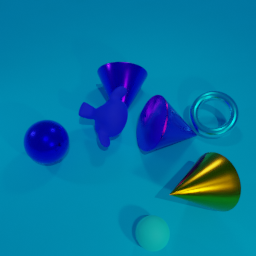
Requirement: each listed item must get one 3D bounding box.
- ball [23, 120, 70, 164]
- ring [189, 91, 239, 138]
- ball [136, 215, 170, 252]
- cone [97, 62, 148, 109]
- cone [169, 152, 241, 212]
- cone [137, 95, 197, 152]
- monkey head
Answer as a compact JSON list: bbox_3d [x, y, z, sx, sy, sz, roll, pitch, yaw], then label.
[{"bbox_3d":[-2.100,0.356,7.256,1.145,1.145,1.145,0,49,0],"label":"ball"},{"bbox_3d":[2.456,-0.405,8.035,1.380,0.276,1.380,-3,78,13],"label":"ring"},{"bbox_3d":[0.519,2.221,5.923,0.718,0.718,0.718,0,49,0],"label":"ball"},{"bbox_3d":[-0.210,-0.951,8.681,1.599,1.599,1.605,2,75,2],"label":"cone"},{"bbox_3d":[1.435,1.293,6.080,1.371,1.365,1.365,-7,46,-31],"label":"cone"},{"bbox_3d":[1.303,0.037,7.822,1.578,1.572,1.572,14,44,-24],"label":"cone"},{"bbox_3d":[-0.657,-0.356,7.731,1.257,1.053,1.747,23,75,-23],"label":"monkey head"}]
